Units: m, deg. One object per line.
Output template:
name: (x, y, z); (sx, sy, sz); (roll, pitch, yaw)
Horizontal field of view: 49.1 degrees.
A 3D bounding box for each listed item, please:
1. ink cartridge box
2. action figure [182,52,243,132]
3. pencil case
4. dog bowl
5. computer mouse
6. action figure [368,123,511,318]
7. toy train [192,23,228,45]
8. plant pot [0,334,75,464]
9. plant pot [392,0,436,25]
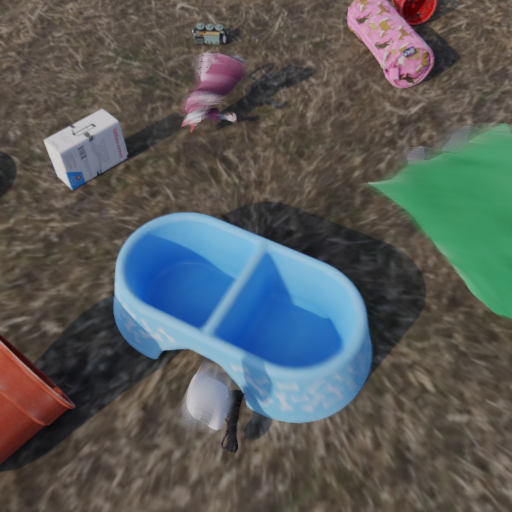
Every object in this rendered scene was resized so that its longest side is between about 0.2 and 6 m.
ink cartridge box: (-2.718, -1.721, 9.040); (1.113, 0.813, 0.469); (-38, 61, -26)
action figure: (-0.854, -2.792, 9.491); (1.100, 0.990, 1.477); (34, 82, 24)
pencil case: (2.555, -4.235, 10.900); (0.950, 0.909, 2.195); (18, 39, -42)
dog bowl: (-0.239, 0.624, 7.224); (3.642, 0.903, 2.030); (23, 57, 17)
computer mouse: (-0.383, 1.643, 6.003); (0.278, 1.266, 0.694); (2, 61, 20)
action figure: (2.947, -0.143, 6.930); (2.983, 1.762, 0.816); (51, 52, -18)
toy train: (-0.955, -4.520, 11.495); (0.731, 0.311, 0.416); (3, 65, 0)
plant pot: (-3.034, 1.717, 6.203); (1.415, 1.415, 1.376); (35, 69, 23)
plant pot: (3.311, -5.403, 11.863); (0.792, 0.792, 0.721); (-7, 44, -6)
